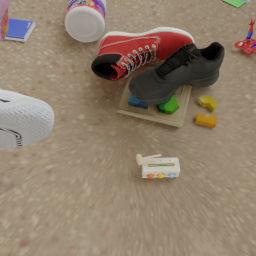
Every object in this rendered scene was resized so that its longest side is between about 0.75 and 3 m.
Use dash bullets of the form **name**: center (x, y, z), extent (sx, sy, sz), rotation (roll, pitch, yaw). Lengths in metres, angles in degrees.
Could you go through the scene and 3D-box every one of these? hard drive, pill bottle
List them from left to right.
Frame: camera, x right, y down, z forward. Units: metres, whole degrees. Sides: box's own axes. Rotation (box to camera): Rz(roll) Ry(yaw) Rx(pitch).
- **hard drive**: center (-4.154, -3.505, 9.891), extent (1.458, 0.185, 0.962), rotation (9, 57, 6)
- **pill bottle**: center (-1.416, -4.212, 9.696), extent (1.296, 1.296, 2.327), rotation (-1, 56, -1)

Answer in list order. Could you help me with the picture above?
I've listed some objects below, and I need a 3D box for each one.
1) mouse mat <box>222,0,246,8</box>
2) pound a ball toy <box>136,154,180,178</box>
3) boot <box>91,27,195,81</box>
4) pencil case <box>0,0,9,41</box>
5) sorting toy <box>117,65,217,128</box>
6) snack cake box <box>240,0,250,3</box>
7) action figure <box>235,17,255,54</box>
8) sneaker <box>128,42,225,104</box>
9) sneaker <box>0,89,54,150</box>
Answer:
- **mouse mat**: center (4.298, -5.116, 11.065), extent (1.041, 0.039, 0.838), rotation (-40, 65, -22)
- **pound a ball toy**: center (0.700, 0.935, 6.634), extent (1.029, 0.671, 0.437), rotation (-2, 56, -2)
- **boot**: center (0.475, -2.038, 8.149), extent (2.910, 1.054, 2.099), rotation (0, 41, 9)
- **pencil case**: center (-2.982, -3.188, 5.929), extent (1.170, 2.677, 1.170), rotation (17, 42, -16)
- **sorting toy**: center (1.243, -0.955, 8.074), extent (2.749, 0.368, 2.048), rotation (14, 57, 9)
- **snack cake box**: center (1.495, -3.634, 5.627), extent (2.636, 0.886, 1.516), rotation (26, 49, 11)
- **action figure**: center (4.594, -2.936, 9.037), extent (2.168, 1.073, 0.707), rotation (-4, 56, 0)
- **sneaker**: center (1.339, -1.625, 7.615), extent (2.934, 1.332, 1.114), rotation (-23, 62, -18)
- **sneaker**: center (-1.949, -0.515, 3.388), extent (2.303, 0.865, 1.324), rotation (2, 57, 5)
